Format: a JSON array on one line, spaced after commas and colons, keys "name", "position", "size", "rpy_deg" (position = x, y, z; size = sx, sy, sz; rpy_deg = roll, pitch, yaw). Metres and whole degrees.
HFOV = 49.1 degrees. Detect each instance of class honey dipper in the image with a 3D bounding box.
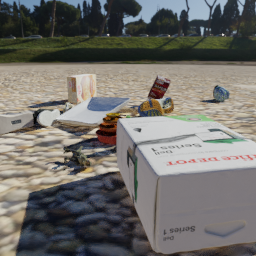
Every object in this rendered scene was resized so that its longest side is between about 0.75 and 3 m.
[{"name": "honey dipper", "position": [-0.846, -0.848, 12.129], "size": [2.737, 0.520, 0.520], "rpy_deg": [3, 16, 4]}]

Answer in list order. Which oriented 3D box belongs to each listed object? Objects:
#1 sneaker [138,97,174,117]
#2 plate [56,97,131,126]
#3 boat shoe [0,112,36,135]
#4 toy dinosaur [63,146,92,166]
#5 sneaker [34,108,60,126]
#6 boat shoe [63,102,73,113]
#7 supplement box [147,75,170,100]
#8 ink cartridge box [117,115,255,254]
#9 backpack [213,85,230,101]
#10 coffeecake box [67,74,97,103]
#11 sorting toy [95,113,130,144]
[{"name": "sneaker", "position": [0.977, -0.747, 11.511], "size": [0.994, 0.849, 2.255], "rpy_deg": [-4, 5, 39]}, {"name": "plate", "position": [-1.290, -0.617, 10.679], "size": [2.156, 0.349, 2.161], "rpy_deg": [7, 33, 38]}, {"name": "boat shoe", "position": [-4.205, -0.171, 9.660], "size": [1.865, 0.696, 0.865], "rpy_deg": [-8, 7, -39]}, {"name": "toy dinosaur", "position": [-1.308, 0.699, 7.050], "size": [0.609, 0.328, 1.381], "rpy_deg": [9, 11, -22]}, {"name": "sneaker", "position": [-3.231, -0.398, 10.497], "size": [0.808, 0.576, 1.630], "rpy_deg": [0, 11, 8]}, {"name": "boat shoe", "position": [-2.631, -0.866, 12.454], "size": [0.345, 0.377, 1.008], "rpy_deg": [2, 25, -4]}, {"name": "supplement box", "position": [1.497, -1.873, 13.655], "size": [0.693, 1.274, 0.388], "rpy_deg": [18, 42, -8]}, {"name": "ink cartridge box", "position": [1.095, 0.714, 5.247], "size": [2.183, 1.260, 2.988], "rpy_deg": [-4, 16, -12]}, {"name": "backpack", "position": [5.063, -1.831, 15.200], "size": [0.748, 0.794, 0.973], "rpy_deg": [-21, 31, -31]}, {"name": "coffeecake box", "position": [-2.460, -2.155, 15.071], "size": [0.640, 1.344, 1.751], "rpy_deg": [8, 18, 27]}, {"name": "sorting toy", "position": [0.101, -0.012, 8.371], "size": [2.266, 0.930, 1.362], "rpy_deg": [3, 16, 9]}]
